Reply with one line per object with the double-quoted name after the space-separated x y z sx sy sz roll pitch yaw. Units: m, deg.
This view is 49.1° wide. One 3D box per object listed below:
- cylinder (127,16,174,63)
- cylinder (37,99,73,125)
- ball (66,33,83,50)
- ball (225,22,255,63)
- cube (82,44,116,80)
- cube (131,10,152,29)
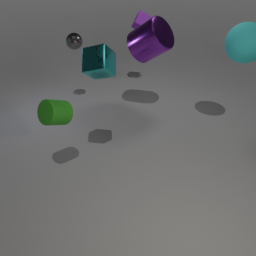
0.910 -3.542 11.296 1.400 1.400 1.400 -19 12 43 "cylinder"
-1.999 -0.428 7.714 0.700 0.700 0.700 22 14 33 "cylinder"
-2.295 -3.705 11.965 0.700 0.700 0.700 0 30 0 "ball"
4.149 -3.000 9.883 1.400 1.400 1.400 0 30 0 "ball"
-0.783 -1.789 7.647 0.700 0.700 0.700 -4 -9 23 "cube"
0.683 -5.266 13.924 0.700 0.700 0.700 25 -6 -12 "cube"
